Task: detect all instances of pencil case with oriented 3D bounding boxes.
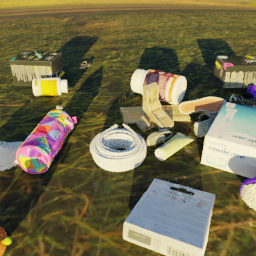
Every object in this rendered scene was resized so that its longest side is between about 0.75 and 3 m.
[{"bbox_3d":[-2.759,0.350,9.732,1.216,1.216,2.752,5,33,8],"label":"pencil case"}]

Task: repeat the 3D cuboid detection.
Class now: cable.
[{"bbox_3d":[-0.338,0.704,9.600,1.925,0.666,1.925,-23,39,-32],"label":"cable"}]

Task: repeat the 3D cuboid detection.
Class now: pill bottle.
[{"bbox_3d":[1.450,-2.052,13.503,2.409,1.375,1.375,19,36,27],"label":"pill bottle"},{"bbox_3d":[-3.864,-2.070,14.031,1.631,0.891,0.891,-3,31,-5],"label":"pill bottle"}]

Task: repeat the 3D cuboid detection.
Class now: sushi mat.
[{"bbox_3d":[1.152,-0.616,12.276,2.920,0.177,1.397,-3,30,-6],"label":"sushi mat"}]

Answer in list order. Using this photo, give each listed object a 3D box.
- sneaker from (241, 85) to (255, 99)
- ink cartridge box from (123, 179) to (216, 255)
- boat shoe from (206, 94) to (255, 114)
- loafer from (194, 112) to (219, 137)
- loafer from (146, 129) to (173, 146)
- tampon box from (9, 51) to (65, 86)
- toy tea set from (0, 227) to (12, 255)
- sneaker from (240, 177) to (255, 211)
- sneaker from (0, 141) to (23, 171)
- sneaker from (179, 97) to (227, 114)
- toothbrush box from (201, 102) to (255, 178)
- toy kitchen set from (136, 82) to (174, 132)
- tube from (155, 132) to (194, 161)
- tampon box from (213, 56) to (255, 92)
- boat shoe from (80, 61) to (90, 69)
[{"bbox_3d":[5.877,-1.613,13.513,0.896,0.627,1.803,3,31,7],"label":"sneaker"},{"bbox_3d":[1.171,2.279,7.246,1.879,0.660,2.312,12,18,20],"label":"ink cartridge box"},{"bbox_3d":[4.695,-0.996,12.168,2.941,0.936,1.040,6,31,11],"label":"boat shoe"},{"bbox_3d":[3.171,-0.322,11.171,0.674,0.673,1.928,-16,15,40],"label":"loafer"},{"bbox_3d":[1.178,0.345,10.419,0.439,0.440,1.258,18,34,41],"label":"loafer"},{"bbox_3d":[-4.913,-3.254,15.425,2.339,1.476,1.753,5,31,8],"label":"tampon box"},{"bbox_3d":[-4.036,2.649,6.362,2.906,1.076,1.728,21,66,26],"label":"toy tea set"},{"bbox_3d":[4.365,1.584,7.942,2.868,0.997,1.427,1,25,-7],"label":"sneaker"},{"bbox_3d":[-4.437,0.824,9.096,2.450,0.986,0.936,-17,33,-29],"label":"sneaker"},{"bbox_3d":[3.184,-0.983,11.801,1.980,0.707,0.791,-2,12,27],"label":"sneaker"},{"bbox_3d":[3.955,0.328,9.691,2.041,1.189,2.787,15,34,24],"label":"toothbrush box"},{"bbox_3d":[0.930,-0.699,11.034,1.209,1.337,1.482,-23,51,-17],"label":"toy kitchen set"},{"bbox_3d":[1.654,0.615,10.030,1.769,0.513,0.459,-29,-3,-43],"label":"tube"},{"bbox_3d":[5.960,-2.907,14.863,2.329,1.470,1.746,-1,31,-2],"label":"tampon box"},{"bbox_3d":[-2.735,-4.104,17.962,0.393,0.354,1.093,12,33,19],"label":"boat shoe"}]
